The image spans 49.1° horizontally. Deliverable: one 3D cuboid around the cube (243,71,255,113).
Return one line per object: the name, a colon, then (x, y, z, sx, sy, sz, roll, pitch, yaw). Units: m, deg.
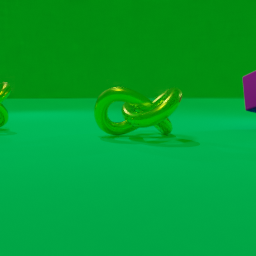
cube: (3.367, -0.866, 6.539, 0.893, 0.893, 0.893, 9, -17, -25)

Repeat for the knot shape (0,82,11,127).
knot shape: (-3.326, -0.392, 6.551, 1.450, 0.670, 1.357, -42, -12, -33)

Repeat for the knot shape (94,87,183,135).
knot shape: (0.352, -0.328, 5.436, 1.747, 0.807, 1.635, 5, -12, -36)
